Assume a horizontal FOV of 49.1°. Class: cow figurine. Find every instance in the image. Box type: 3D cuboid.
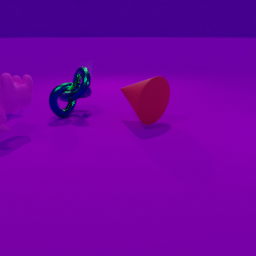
[{"bbox_3d":[-3.192,-0.581,7.367,0.935,1.676,1.703,1,7,24],"label":"cow figurine"}]

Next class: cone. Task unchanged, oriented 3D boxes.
[{"bbox_3d":[0.279,-1.069,8.951,1.526,1.520,1.520,25,31,39],"label":"cone"}]

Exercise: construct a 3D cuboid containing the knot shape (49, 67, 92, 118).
[{"bbox_3d":[-1.800,-1.289,9.486,0.852,1.724,1.843,43,31,-2],"label":"knot shape"}]
